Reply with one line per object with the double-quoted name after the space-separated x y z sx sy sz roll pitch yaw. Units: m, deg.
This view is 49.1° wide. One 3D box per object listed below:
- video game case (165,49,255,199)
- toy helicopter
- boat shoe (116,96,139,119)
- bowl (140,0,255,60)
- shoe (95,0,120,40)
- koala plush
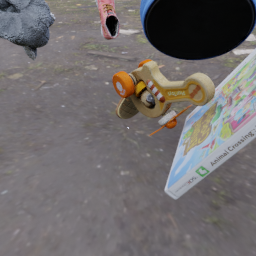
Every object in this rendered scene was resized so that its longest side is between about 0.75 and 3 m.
1.545 -0.281 4.397 0.269 2.217 2.436 38 34 -4 "video game case"
0.710 -0.543 5.160 0.871 1.460 2.208 -30 17 -26 "toy helicopter"
0.132 -0.760 6.633 0.484 0.516 1.434 -1 48 50 "boat shoe"
1.664 -2.604 6.689 2.795 2.795 0.549 4 67 5 "bowl"
-0.502 -3.063 7.357 0.511 1.431 0.651 -11 20 -17 "shoe"
-2.945 -2.974 8.229 1.943 1.875 2.115 24 -3 5 "koala plush"
